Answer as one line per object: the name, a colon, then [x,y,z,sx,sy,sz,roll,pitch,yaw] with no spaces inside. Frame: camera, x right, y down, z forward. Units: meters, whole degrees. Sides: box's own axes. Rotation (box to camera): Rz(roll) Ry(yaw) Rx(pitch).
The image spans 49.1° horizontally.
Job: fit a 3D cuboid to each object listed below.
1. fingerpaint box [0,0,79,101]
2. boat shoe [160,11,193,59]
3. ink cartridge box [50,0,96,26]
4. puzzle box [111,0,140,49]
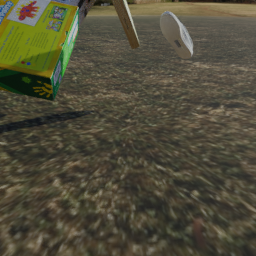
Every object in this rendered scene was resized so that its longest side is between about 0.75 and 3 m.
fingerpaint box: [-2.268,-1.857,6.172,1.895,0.833,2.271,11,58,-4]
boat shoe: [1.794,-3.355,9.904,0.697,1.937,0.663,-15,43,42]
ink cartridge box: [-2.395,-4.005,8.632,2.124,1.199,2.894,18,63,7]
puzzle box: [-0.270,-4.298,9.545,0.362,2.847,1.894,-17,63,9]
